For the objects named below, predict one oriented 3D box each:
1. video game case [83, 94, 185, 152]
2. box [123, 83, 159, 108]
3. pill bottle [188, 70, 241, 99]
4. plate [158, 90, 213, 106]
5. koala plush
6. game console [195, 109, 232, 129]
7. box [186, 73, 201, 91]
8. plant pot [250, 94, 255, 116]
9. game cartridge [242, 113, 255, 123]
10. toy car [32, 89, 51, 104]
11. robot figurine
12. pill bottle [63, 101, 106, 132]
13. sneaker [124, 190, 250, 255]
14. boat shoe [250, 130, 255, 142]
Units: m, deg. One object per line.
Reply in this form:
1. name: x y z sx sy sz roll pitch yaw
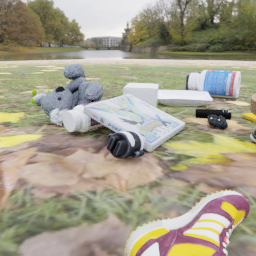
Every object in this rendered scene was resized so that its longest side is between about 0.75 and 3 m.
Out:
1. video game case: 0.273 -0.279 7.912 2.145 0.259 2.353 30 27 21
2. box: 0.489 -1.073 10.390 1.219 1.044 1.213 3 17 9
3. pill bottle: 4.151 -2.145 13.535 2.291 1.286 1.286 9 19 26
4. plate: 2.417 -1.323 12.389 2.342 0.379 2.337 3 16 9
5. koala plush: -2.025 -0.896 9.322 1.873 1.722 1.661 -29 60 -34
6. game console: 2.874 -0.345 9.404 1.197 0.245 2.029 4 16 12
7. box: 4.057 -2.452 15.191 1.565 0.934 1.591 6 19 21
8. plant pot: 4.296 -0.016 6.471 2.796 1.290 2.796 -1 16 0
9. game cartridge: 4.554 -0.306 9.442 0.901 0.166 1.022 -4 20 -14
10. toy car: -3.680 -1.241 12.081 0.738 0.709 0.898 1 -12 -8
11. robot figurine: -0.055 0.378 6.230 0.603 0.726 0.966 -26 -12 29
12. pill bottle: -1.158 -0.325 8.311 0.814 0.814 1.449 15 22 41
13. sneaker: 0.911 1.349 3.231 1.829 0.685 0.824 -16 30 -26
14. boat shoe: 3.789 0.071 7.558 1.215 0.366 0.433 -17 53 -36
